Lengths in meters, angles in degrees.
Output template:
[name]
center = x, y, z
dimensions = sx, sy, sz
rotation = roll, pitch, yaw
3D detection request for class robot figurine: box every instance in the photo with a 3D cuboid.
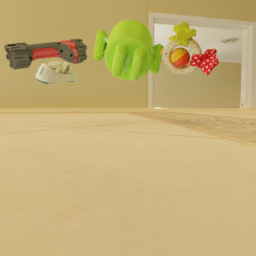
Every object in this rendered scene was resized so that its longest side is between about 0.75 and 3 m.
[robot figurine]
center = 0.057, -2.733, 9.696
dimensions = 2.408, 1.588, 2.745
rotation = 10, 40, -5

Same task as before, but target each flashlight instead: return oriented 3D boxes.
[flashlight]
center = -2.929, -2.704, 10.384
dimensions = 2.859, 0.971, 0.968
rotation = -22, 40, -36

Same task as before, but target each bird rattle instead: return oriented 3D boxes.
[bird rattle]
center = 1.861, -2.301, 8.692
dimensions = 1.495, 1.834, 1.033
rotation = -30, 24, 36

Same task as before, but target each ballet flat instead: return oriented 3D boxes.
[ballet flat]
center = -2.035, -1.723, 8.547
dimensions = 0.667, 0.667, 1.920
rotation = 2, 12, 21
